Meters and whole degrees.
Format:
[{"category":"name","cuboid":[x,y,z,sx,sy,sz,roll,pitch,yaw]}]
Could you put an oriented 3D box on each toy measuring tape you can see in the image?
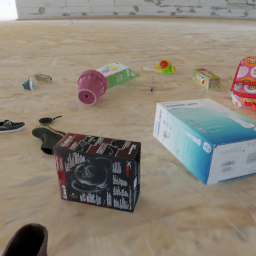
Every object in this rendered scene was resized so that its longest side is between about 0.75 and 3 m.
[{"category":"toy measuring tape","cuboid":[1.764,-3.601,16.086,2.186,0.804,0.804,17,32,30]}]

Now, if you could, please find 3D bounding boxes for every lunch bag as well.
[{"category":"lunch bag","cuboid":[5.762,-1.613,11.264,2.975,1.219,2.621,11,61,31]}]

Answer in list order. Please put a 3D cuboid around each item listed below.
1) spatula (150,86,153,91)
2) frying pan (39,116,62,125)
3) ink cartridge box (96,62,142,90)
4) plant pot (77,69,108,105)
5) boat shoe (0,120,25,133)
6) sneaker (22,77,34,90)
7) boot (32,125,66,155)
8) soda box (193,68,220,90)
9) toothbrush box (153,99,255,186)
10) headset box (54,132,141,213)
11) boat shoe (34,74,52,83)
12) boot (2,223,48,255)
[{"category":"spatula","cuboid":[1.172,-1.918,13.609,0.233,0.085,0.826,4,27,7]},{"category":"frying pan","cuboid":[-2.933,-0.319,10.464,0.528,0.142,0.872,17,30,28]},{"category":"ink cartridge box","cuboid":[-0.669,-2.645,13.811,2.431,0.721,1.262,-26,35,-20]},{"category":"plant pot","cuboid":[-1.615,-1.643,11.969,1.299,1.299,1.163,5,44,9]},{"category":"boat shoe","cuboid":[-4.197,-0.096,9.778,1.146,0.387,0.411,-6,27,-15]},{"category":"sneaker","cuboid":[-4.942,-2.194,13.796,0.529,0.450,1.161,-12,28,-14]},{"category":"boot","cuboid":[-2.635,0.384,8.756,1.326,0.514,0.917,9,33,19]},{"category":"soda box","cuboid":[3.953,-2.516,14.220,0.615,0.581,1.816,-7,29,-11]},{"category":"toothbrush box","cuboid":[2.315,0.203,8.153,2.090,1.217,2.854,-7,29,-23]},{"category":"headset box","cuboid":[-0.751,0.995,6.455,2.002,1.490,0.773,7,28,14]},{"category":"boat shoe","cuboid":[-4.453,-2.621,14.683,1.081,0.389,0.350,16,24,25]},{"category":"boot","cuboid":[-1.236,2.598,2.459,1.000,2.299,2.764,3,27,5]}]
